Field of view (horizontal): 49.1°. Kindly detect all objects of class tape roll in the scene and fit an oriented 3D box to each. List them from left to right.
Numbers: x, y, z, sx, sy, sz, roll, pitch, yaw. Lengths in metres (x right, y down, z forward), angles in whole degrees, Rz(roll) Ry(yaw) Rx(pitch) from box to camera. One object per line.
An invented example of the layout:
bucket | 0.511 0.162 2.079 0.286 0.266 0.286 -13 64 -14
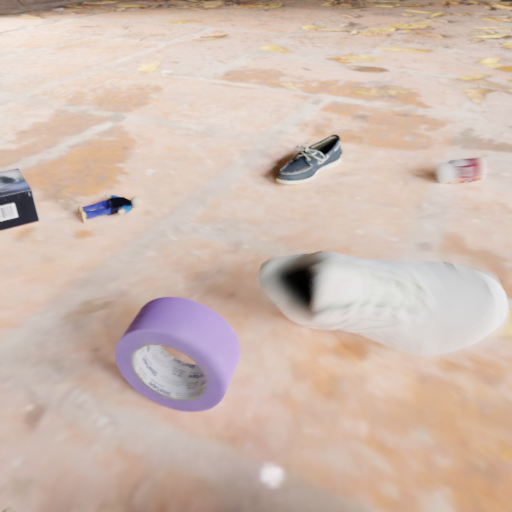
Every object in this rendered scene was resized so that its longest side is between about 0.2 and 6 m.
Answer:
tape roll | -0.771 0.995 5.575 1.153 1.153 0.490 10 40 14

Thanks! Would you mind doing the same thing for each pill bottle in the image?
pill bottle | 3.701 -1.533 10.109 0.753 0.430 0.430 -6 33 2

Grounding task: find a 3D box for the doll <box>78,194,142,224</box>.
doll | -2.379 -0.819 9.219 1.024 0.248 0.699 -15 37 -22

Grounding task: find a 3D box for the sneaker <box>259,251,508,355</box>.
sneaker | 1.186 0.459 5.929 2.662 1.037 1.323 1 -11 29

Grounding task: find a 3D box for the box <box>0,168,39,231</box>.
box | -4.160 -0.885 8.991 1.003 0.618 0.995 -18 36 -26

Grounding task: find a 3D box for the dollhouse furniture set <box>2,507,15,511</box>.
dollhouse furniture set | -1.070 2.353 2.962 2.097 2.120 1.092 45 43 4

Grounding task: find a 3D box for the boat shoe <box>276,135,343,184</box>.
boat shoe | 1.029 -1.808 10.454 1.773 0.548 0.664 -28 42 -36
